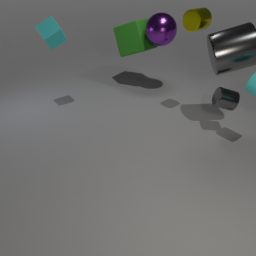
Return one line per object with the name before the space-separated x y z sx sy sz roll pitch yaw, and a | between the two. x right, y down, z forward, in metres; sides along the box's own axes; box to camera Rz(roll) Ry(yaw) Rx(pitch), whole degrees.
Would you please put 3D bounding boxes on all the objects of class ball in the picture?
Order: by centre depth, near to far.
ball | 1.451 -4.320 12.303 1.400 1.400 1.400 0 30 0

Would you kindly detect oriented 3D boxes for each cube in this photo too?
cube | -2.757 -3.410 10.100 0.700 0.700 0.700 -36 73 -4
cube | 0.382 -4.348 13.493 1.400 1.400 1.400 -3 19 37

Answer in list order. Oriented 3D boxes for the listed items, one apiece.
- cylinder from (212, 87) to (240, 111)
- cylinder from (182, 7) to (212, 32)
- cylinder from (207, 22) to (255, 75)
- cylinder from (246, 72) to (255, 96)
cylinder | 3.429 -1.022 9.852 0.700 0.700 0.700 15 30 -8
cylinder | 2.287 -3.586 9.271 0.700 0.700 0.700 -26 39 -37
cylinder | 3.493 -2.621 9.362 1.400 1.400 1.400 -14 28 13
cylinder | 4.032 -1.249 8.372 0.700 0.700 0.700 -22 51 -33
